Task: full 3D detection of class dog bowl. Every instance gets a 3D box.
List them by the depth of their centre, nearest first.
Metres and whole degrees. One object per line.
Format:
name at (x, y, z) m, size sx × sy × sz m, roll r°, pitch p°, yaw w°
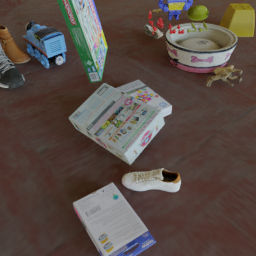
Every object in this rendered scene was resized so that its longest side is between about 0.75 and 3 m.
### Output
dog bowl at (3.004, -3.404, 11.889) m, size 2.949 × 1.087 × 2.949 m, roll -1°, pitch 40°, yaw 1°

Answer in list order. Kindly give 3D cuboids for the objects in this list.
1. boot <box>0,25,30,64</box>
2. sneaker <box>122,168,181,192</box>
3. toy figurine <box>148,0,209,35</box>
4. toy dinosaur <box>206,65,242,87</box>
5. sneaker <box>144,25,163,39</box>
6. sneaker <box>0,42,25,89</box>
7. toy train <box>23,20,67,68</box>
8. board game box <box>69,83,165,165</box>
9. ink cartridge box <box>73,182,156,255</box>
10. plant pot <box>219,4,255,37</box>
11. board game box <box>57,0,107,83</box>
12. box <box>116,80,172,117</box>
boot at (-4.949, -3.548, 11.867) m, size 1.753 × 1.356 × 0.646 m, roll 24°, pitch 47°, yaw 24°
sneaker at (0.585, 1.231, 7.117) m, size 1.500 × 0.635 × 0.546 m, roll 1°, pitch 44°, yaw 4°
toy figurine at (1.808, -4.082, 9.565) m, size 2.183 × 1.308 × 1.152 m, roll -1°, pitch 70°, yaw 2°
toy dinosaur at (3.910, -2.169, 10.920) m, size 2.065 × 0.601 × 1.044 m, roll -34°, pitch 50°, yaw -31°
sneaker at (1.257, -4.825, 14.050) m, size 0.475 × 0.417 × 1.185 m, roll -24°, pitch 54°, yaw -32°
sneaker at (-4.954, -2.614, 10.698) m, size 0.995 × 1.532 × 2.653 m, roll -31°, pitch 50°, yaw -29°
toy train at (-3.543, -3.594, 11.827) m, size 1.117 × 1.473 × 2.577 m, roll -28°, pitch 49°, yaw -28°
board game box at (-0.346, -0.207, 8.320) m, size 2.276 × 0.732 × 1.679 m, roll 30°, pitch 68°, yaw 31°
ink cartridge box at (-0.344, 2.157, 6.273) m, size 1.103 × 0.388 × 1.849 m, roll -24°, pitch 44°, yaw -24°
plant pot at (5.569, -5.476, 14.100) m, size 1.411 × 1.245 × 1.411 m, roll 0°, pitch 43°, yaw 0°
board game box at (-1.031, -2.516, 6.855) m, size 0.340 × 2.337 × 1.572 m, roll -5°, pitch 49°, yaw 12°
box at (0.305, -0.860, 9.609) m, size 1.504 × 0.397 × 1.929 m, roll -24°, pitch 48°, yaw -23°
